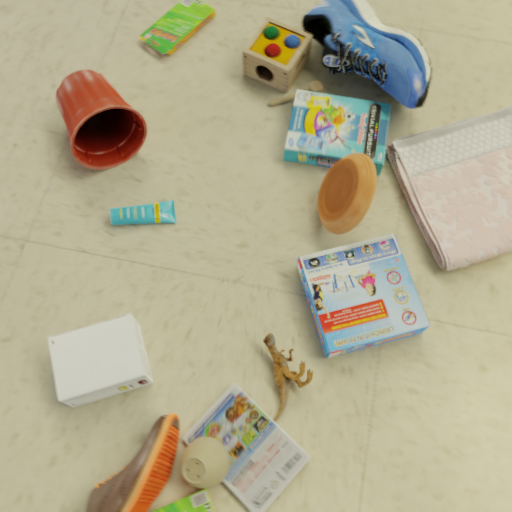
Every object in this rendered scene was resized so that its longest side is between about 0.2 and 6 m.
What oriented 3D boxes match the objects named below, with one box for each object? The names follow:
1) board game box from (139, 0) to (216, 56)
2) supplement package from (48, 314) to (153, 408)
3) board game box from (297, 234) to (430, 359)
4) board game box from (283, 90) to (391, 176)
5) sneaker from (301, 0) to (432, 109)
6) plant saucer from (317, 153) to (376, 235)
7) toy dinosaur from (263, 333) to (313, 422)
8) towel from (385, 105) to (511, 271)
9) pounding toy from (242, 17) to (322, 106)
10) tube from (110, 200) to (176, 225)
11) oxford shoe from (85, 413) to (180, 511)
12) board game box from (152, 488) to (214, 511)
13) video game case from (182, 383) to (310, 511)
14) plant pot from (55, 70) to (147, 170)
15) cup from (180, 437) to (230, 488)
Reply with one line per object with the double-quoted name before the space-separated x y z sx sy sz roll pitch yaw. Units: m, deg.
"board game box" -1.869 -5.478 13.336 0.861 0.270 1.802 37 70 15
"supplement package" -2.739 1.864 9.918 1.496 0.830 1.165 -16 68 -6
"board game box" 1.966 0.733 10.549 1.960 0.548 1.919 -13 68 -6
"board game box" 1.742 -2.659 12.015 2.083 0.489 1.573 10 67 4
"sneaker" 2.300 -4.320 12.240 1.616 1.424 3.625 -31 62 -16
"plant saucer" 1.676 -1.229 10.845 0.305 1.628 1.628 17 64 -27
"toy dinosaur" 0.519 2.221 9.996 0.903 0.513 1.700 -13 76 26
"towel" 4.686 -1.488 11.512 3.227 0.520 3.083 -17 68 -6
"pounding toy" 0.664 -4.197 12.456 1.890 0.865 1.661 27 70 11
"tube" -2.293 -0.844 11.376 1.299 0.327 0.503 -6 80 -7
"oxford shoe" -2.153 3.764 9.072 1.014 0.991 2.781 17 62 20
"board game box" -1.343 4.408 9.196 1.354 0.203 0.647 -20 68 -10
"video game case" -0.178 3.306 9.644 1.831 0.165 1.311 41 77 15
"plant pot" -3.321 -2.916 11.640 1.610 1.610 1.566 -28 62 -11
"cup" -0.915 3.458 9.224 0.828 0.592 0.828 -2 83 14
